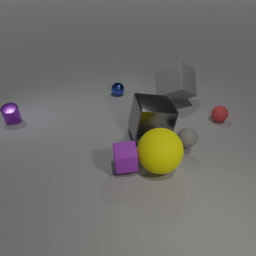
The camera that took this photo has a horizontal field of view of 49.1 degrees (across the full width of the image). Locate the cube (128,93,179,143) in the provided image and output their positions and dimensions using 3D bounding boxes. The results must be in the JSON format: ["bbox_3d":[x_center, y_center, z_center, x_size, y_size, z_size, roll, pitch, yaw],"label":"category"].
[{"bbox_3d":[0.899,-0.354,10.577,1.400,1.400,1.400,4,32,-13],"label":"cube"}]

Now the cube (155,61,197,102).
[{"bbox_3d":[2.272,-2.141,13.226,1.400,1.400,1.400,-11,-14,39],"label":"cube"}]

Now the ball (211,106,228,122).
[{"bbox_3d":[3.944,-0.604,12.026,0.700,0.700,0.700,0,29,0],"label":"ball"}]

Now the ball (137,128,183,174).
[{"bbox_3d":[0.982,0.696,8.554,1.400,1.400,1.400,0,29,0],"label":"ball"}]

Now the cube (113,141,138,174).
[{"bbox_3d":[-0.081,0.909,8.686,0.700,0.700,0.700,-6,41,-5],"label":"cube"}]

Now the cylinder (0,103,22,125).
[{"bbox_3d":[-4.968,-0.602,11.915,0.700,0.700,0.700,1,47,-1],"label":"cylinder"}]

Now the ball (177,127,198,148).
[{"bbox_3d":[2.054,0.326,9.655,0.700,0.700,0.700,0,29,0],"label":"ball"}]

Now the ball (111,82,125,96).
[{"bbox_3d":[-0.530,-2.044,14.730,0.700,0.700,0.700,0,29,0],"label":"ball"}]
